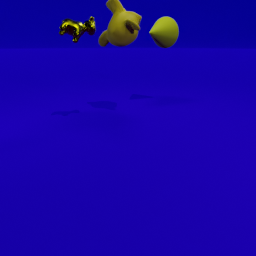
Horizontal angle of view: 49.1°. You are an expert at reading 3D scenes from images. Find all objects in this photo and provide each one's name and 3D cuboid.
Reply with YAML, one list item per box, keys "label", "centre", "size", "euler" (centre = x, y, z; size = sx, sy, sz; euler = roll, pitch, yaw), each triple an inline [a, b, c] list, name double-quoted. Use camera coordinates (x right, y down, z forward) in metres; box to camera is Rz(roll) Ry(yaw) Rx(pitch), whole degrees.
- label: "monkey head"
  centre: [-0.300, -3.335, 8.988]
  size: [1.908, 1.373, 1.150]
  euler: [-6, 48, 48]
- label: "cow figurine"
  centre: [-1.399, -2.873, 7.934]
  size: [0.941, 0.926, 0.517]
  euler: [26, -25, -7]
- label: "cone"
  centre: [1.110, -3.569, 10.492]
  size: [1.167, 1.167, 1.171]
  euler: [12, 22, 34]
